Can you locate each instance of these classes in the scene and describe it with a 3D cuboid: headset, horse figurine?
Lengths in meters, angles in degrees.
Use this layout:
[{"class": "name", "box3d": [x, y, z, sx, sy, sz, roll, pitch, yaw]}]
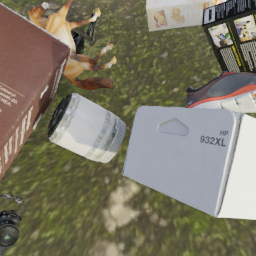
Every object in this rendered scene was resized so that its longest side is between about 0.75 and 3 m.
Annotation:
[{"class": "headset", "box3d": [-2.301, 1.792, 5.198, 0.602, 1.281, 0.791, 26, 13, -23]}, {"class": "horse figurine", "box3d": [-1.362, -2.080, 7.027, 1.840, 0.693, 2.776, -21, 97, 15]}, {"class": "headset", "box3d": [-1.791, -2.744, 8.077, 1.500, 1.141, 2.428, 43, 39, 15]}]

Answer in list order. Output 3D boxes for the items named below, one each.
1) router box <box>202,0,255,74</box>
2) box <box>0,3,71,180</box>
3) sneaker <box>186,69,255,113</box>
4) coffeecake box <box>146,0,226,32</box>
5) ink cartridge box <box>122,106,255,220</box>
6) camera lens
[{"class": "router box", "box3d": [3.059, -1.984, 6.642, 1.855, 2.487, 0.635, -7, 57, 32]}, {"class": "box", "box3d": [-2.893, -0.653, 5.449, 2.246, 2.270, 2.736, 30, 61, -9]}, {"class": "sneaker", "box3d": [2.125, -0.800, 5.236, 2.280, 0.879, 0.934, -14, 61, 18]}, {"class": "coffeecake box", "box3d": [1.617, -3.719, 8.130, 2.112, 0.772, 1.621, -4, 53, 10]}, {"class": "ink cartridge box", "box3d": [1.733, 0.620, 4.604, 2.957, 2.145, 1.238, 15, 87, -31]}, {"class": "camera lens", "box3d": [-0.897, 0.005, 5.966, 1.406, 1.125, 1.125, 28, 51, -20]}]
